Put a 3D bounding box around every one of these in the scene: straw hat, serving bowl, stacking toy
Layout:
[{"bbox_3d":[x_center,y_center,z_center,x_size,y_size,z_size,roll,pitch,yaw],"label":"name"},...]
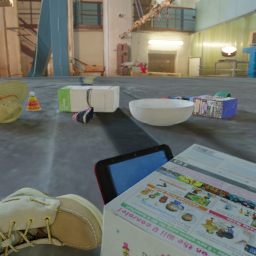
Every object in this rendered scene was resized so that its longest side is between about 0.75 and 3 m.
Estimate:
[{"bbox_3d":[-5.020,-0.800,11.591,2.449,2.449,1.037,-17,64,-51],"label":"straw hat"},{"bbox_3d":[1.353,-0.618,11.426,2.630,0.865,2.630,0,13,0],"label":"serving bowl"},{"bbox_3d":[-4.852,-1.369,14.321,0.725,0.992,0.725,0,13,0],"label":"stacking toy"}]

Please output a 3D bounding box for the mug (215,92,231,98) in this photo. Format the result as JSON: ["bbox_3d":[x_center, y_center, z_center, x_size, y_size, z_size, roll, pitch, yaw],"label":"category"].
[{"bbox_3d":[4.755,-1.361,14.354,0.714,0.949,1.155,12,18,37],"label":"mug"}]

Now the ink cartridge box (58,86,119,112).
[{"bbox_3d":[-1.955,-1.558,14.668,2.817,1.183,2.049,1,13,6],"label":"ink cartridge box"}]

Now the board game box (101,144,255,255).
[{"bbox_3d":[1.159,1.142,3.577,1.862,0.811,2.524,18,22,32],"label":"board game box"}]

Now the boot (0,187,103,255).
[{"bbox_3d":[-1.368,1.352,3.494,1.949,0.702,1.507,2,12,35],"label":"boot"}]

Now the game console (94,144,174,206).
[{"bbox_3d":[0.539,1.002,4.279,1.673,0.993,1.441,-11,18,-38],"label":"game console"}]

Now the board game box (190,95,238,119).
[{"bbox_3d":[3.993,-1.015,13.148,1.372,0.834,1.721,-11,18,-40],"label":"board game box"}]

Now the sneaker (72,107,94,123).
[{"bbox_3d":[-1.897,-0.620,12.068,0.667,0.570,1.626,5,13,5],"label":"sneaker"}]

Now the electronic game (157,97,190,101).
[{"bbox_3d":[2.860,-1.435,15.395,2.731,0.568,2.731,0,15,0],"label":"electronic game"}]
